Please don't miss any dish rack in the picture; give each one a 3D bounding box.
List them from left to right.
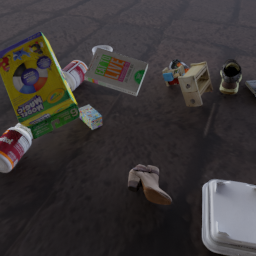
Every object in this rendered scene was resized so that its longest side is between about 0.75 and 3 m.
[{"bbox_3d":[2.844,2.167,7.105,1.837,0.466,2.140,7,39,9],"label":"dish rack"}]

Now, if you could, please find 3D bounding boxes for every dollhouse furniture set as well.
[{"bbox_3d":[2.227,-1.710,11.375,1.863,1.305,1.313,0,34,40],"label":"dollhouse furniture set"}]

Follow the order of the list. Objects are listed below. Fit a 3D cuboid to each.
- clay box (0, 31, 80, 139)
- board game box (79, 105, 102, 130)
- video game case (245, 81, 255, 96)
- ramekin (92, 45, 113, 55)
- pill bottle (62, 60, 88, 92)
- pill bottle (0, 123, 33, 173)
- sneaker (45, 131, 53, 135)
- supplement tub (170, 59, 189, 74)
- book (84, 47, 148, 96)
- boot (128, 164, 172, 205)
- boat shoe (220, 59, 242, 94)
[{"bbox_3d":[-2.796,-1.322,8.627,1.700,0.704,2.959,-27,73,-1],"label":"clay box"},{"bbox_3d":[-1.362,-0.400,10.174,0.457,0.449,0.871,-26,46,-28],"label":"board game box"},{"bbox_3d":[5.964,-1.639,11.893,1.466,0.171,1.333,-4,40,-6],"label":"video game case"},{"bbox_3d":[-1.283,-3.744,14.154,1.025,0.500,1.025,0,40,0],"label":"ramekin"},{"bbox_3d":[-2.449,-2.121,11.863,0.937,0.937,1.659,15,42,17],"label":"pill bottle"},{"bbox_3d":[-3.578,0.552,8.660,0.866,0.866,1.534,12,44,13],"label":"pill bottle"},{"bbox_3d":[-2.843,0.038,9.627,0.403,0.287,0.812,-18,23,-30],"label":"sneaker"},{"bbox_3d":[2.393,-2.684,12.794,0.610,0.610,0.996,-16,43,-18],"label":"supplement tub"},{"bbox_3d":[-0.317,-1.541,7.761,1.516,0.364,1.013,18,66,6],"label":"book"},{"bbox_3d":[0.672,1.508,7.893,1.409,0.495,1.030,20,37,14],"label":"boot"},{"bbox_3d":[4.594,-2.453,12.312,0.977,0.865,2.670,10,41,12],"label":"boat shoe"}]
